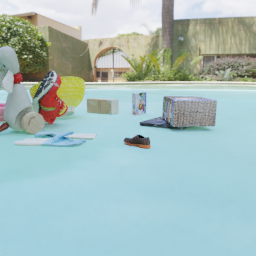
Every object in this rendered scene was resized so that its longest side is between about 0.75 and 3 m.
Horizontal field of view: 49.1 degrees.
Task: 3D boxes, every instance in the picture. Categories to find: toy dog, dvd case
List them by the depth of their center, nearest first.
[{"bbox_3d":[-3.583,-0.891,8.276,1.272,2.642,1.742,-28,4,-39],"label":"toy dog"},{"bbox_3d":[1.645,-0.237,10.351,1.598,0.172,2.150,6,11,32],"label":"dvd case"}]

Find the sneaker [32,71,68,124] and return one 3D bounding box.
[{"bbox_3d":[-2.526,-0.936,9.442,1.159,1.051,2.728,26,-29,-15],"label":"sneaker"}]

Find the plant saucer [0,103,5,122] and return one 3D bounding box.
[{"bbox_3d":[-5.080,-0.669,11.587,2.398,0.608,2.398,-1,9,0],"label":"plant saucer"}]

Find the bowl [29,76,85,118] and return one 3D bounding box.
[{"bbox_3d":[-2.802,-1.121,11.624,2.303,1.239,2.303,-14,-8,-2],"label":"bowl"}]

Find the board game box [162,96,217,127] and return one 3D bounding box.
[{"bbox_3d":[2.020,-0.605,9.548,1.391,0.845,1.744,0,10,-5],"label":"board game box"}]

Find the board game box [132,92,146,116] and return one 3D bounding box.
[{"bbox_3d":[0.536,-1.147,13.126,0.212,1.030,1.027,6,12,32],"label":"board game box"}]

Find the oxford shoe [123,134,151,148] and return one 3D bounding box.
[{"bbox_3d":[0.225,0.289,6.923,0.831,0.302,0.296,8,13,39],"label":"oxford shoe"}]

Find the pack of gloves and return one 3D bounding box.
[{"bbox_3d":[-1.871,0.161,7.559,1.786,0.352,1.500,1,11,7],"label":"pack of gloves"}]

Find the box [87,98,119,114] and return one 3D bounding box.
[{"bbox_3d":[-1.234,-1.074,13.617,1.533,0.728,0.596,5,11,32],"label":"box"}]
